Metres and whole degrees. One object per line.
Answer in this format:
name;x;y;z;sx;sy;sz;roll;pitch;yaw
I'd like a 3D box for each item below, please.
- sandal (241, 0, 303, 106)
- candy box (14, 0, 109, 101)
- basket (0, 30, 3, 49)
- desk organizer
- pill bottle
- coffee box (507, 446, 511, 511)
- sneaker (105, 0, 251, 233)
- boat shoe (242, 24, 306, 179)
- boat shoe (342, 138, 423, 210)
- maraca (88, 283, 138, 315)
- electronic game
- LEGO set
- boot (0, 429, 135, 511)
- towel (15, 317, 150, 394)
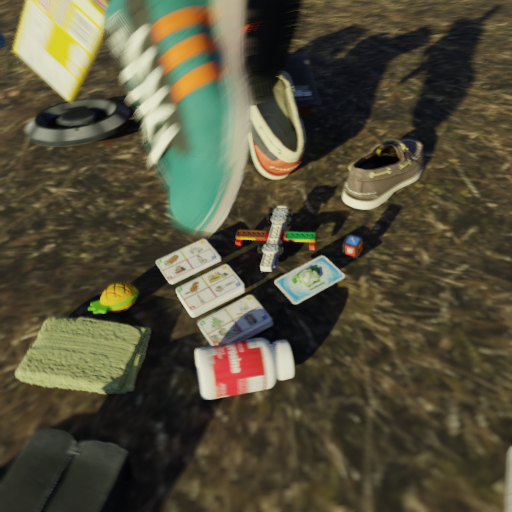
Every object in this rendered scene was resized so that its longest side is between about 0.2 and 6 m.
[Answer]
sandal;0.129;-3.239;7.280;0.622;2.598;0.976;35;37;26
candy box;-2.164;-2.463;6.207;0.848;1.659;0.219;45;57;-12
basket;-3.898;-2.434;6.919;1.222;1.756;1.548;21;66;-2
desk organizer;-0.571;-3.086;11.196;3.306;1.273;1.186;-10;77;-16
pill bottle;-0.134;1.251;6.331;1.040;0.584;0.584;-8;38;-10
coffee box;2.714;2.299;4.913;0.866;0.612;1.533;13;39;16
sneaker;-0.826;-1.752;5.332;1.257;1.123;3.146;5;72;-24
boat shoe;0.121;-3.022;10.150;1.153;1.014;3.241;-12;79;-15
boat shoe;2.369;-1.659;10.049;0.868;0.719;2.417;27;45;31
maraca;-1.876;0.584;7.390;0.681;0.364;0.467;-29;26;-33
electronic game;-3.726;-2.806;11.785;2.148;0.447;2.148;-4;36;3
LEGO set;0.166;0.204;7.965;2.632;0.646;1.966;-27;46;-17
boot;-2.369;2.422;4.562;1.964;0.782;2.383;19;44;6
towel;-2.033;1.182;6.693;1.400;0.255;1.039;5;38;5
